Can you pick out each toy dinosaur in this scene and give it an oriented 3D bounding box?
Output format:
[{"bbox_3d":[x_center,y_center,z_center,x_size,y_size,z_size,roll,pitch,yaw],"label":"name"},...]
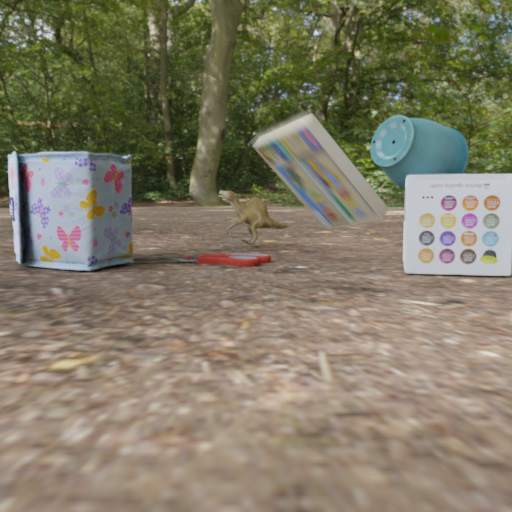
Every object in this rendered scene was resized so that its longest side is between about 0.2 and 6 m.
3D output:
[{"bbox_3d":[-0.012,-0.725,12.164,1.954,0.988,0.569,26,0,-29],"label":"toy dinosaur"}]

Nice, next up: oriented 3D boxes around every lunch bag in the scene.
[{"bbox_3d":[-3.163,-0.739,8.989,2.168,1.838,1.378,6,9,27],"label":"lunch bag"}]

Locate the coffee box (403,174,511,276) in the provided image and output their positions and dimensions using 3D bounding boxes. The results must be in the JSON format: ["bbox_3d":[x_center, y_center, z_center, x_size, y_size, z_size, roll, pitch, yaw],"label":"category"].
[{"bbox_3d":[2.977,-0.493,8.456,1.453,1.439,1.455,2,7,13],"label":"coffee box"}]

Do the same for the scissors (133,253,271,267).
[{"bbox_3d":[-0.998,0.066,9.532,2.465,0.172,0.902,0,9,11],"label":"scissors"}]

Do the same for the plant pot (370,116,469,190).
[{"bbox_3d":[2.670,-1.748,9.543,1.250,1.331,1.331,15,-4,-35],"label":"plant pot"}]

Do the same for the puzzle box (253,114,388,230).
[{"bbox_3d":[1.269,-1.561,11.151,1.680,2.525,0.321,-10,40,55],"label":"puzzle box"}]
